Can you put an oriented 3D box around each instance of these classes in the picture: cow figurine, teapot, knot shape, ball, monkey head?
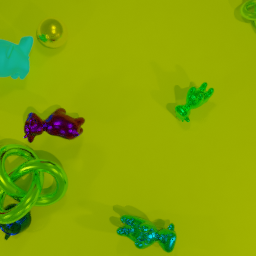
[{"bbox_3d":[-1.722,-0.014,6.469,1.224,1.205,0.672,22,120,11],"label":"cow figurine"},{"bbox_3d":[-2.730,2.198,6.703,0.763,0.601,1.228,26,110,0],"label":"teapot"},{"bbox_3d":[-2.508,1.168,6.650,1.877,0.867,1.756,-25,79,-17],"label":"knot shape"},{"bbox_3d":[-1.949,-2.479,7.266,0.776,0.776,0.776,0,83,0],"label":"ball"},{"bbox_3d":[-2.986,-1.870,6.934,1.823,1.099,1.312,10,79,40],"label":"monkey head"},{"bbox_3d":[3.652,-3.159,7.308,1.100,0.543,1.176,-47,68,27],"label":"knot shape"},{"bbox_3d":[1.648,-0.626,7.103,0.973,0.958,0.534,-25,61,-32],"label":"cow figurine"},{"bbox_3d":[0.511,2.513,6.727,1.279,1.259,0.702,15,86,38],"label":"cow figurine"}]
